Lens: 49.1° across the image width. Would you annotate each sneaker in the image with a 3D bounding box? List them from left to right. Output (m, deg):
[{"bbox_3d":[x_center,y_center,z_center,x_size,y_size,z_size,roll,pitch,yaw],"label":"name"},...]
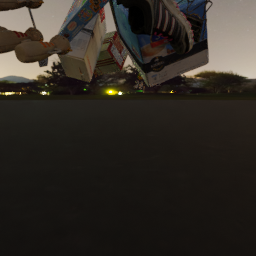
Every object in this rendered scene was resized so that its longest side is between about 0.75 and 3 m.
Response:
[{"bbox_3d":[0.415,-1.671,4.403,1.740,0.761,0.642,39,6,-46],"label":"sneaker"}]

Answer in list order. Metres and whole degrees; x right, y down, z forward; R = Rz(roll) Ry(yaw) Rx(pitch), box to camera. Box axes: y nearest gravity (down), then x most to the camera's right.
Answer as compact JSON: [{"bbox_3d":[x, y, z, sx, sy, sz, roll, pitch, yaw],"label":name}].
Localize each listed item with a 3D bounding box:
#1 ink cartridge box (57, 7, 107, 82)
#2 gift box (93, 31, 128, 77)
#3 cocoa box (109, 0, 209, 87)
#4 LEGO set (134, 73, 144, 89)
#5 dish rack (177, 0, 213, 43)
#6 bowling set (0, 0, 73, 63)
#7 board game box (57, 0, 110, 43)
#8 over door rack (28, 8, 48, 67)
[{"bbox_3d":[-1.538,-3.047,9.785,0.959,2.314,1.698,14,-16,4],"label":"ink cartridge box"},{"bbox_3d":[-0.909,-2.941,11.553,1.380,1.478,1.364,-2,49,32],"label":"gift box"},{"bbox_3d":[0.810,-3.076,8.392,1.993,1.961,2.989,-22,45,-3],"label":"cocoa box"},{"bbox_3d":[0.718,-2.108,10.930,0.531,1.295,0.494,20,-7,-14],"label":"LEGO set"},{"bbox_3d":[0.851,-2.972,5.328,2.083,2.716,0.741,34,66,23],"label":"dish rack"},{"bbox_3d":[-2.246,-2.289,5.283,2.620,1.824,1.407,18,30,24],"label":"bowling set"},{"bbox_3d":[-0.782,-2.952,6.254,0.369,1.525,2.017,31,-35,-28],"label":"board game box"},{"bbox_3d":[-3.114,-2.638,6.187,2.091,2.830,0.943,-11,19,-2],"label":"over door rack"}]
